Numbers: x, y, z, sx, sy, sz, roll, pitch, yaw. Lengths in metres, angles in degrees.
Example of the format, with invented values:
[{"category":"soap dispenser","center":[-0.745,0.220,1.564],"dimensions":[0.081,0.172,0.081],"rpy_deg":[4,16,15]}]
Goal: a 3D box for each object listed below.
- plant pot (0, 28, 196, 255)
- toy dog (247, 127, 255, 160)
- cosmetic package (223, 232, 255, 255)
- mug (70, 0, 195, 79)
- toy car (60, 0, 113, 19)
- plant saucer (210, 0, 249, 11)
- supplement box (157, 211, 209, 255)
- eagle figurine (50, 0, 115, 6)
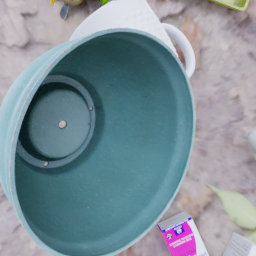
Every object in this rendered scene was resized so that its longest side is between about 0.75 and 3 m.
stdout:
[{"category":"plant pot","center":[-0.612,0.089,4.029],"dimensions":[1.870,2.791,2.791],"rpy_deg":[16,79,46]},{"category":"toy dog","center":[3.731,0.839,6.395],"dimensions":[1.612,1.177,2.445],"rpy_deg":[-7,115,36]},{"category":"cosmetic package","center":[2.708,3.274,6.085],"dimensions":[1.150,1.152,1.396],"rpy_deg":[26,83,4]},{"category":"mug","center":[0.433,-1.455,6.461],"dimensions":[2.757,2.035,2.417],"rpy_deg":[-32,89,-26]},{"category":"toy car","center":[-1.298,-3.563,7.307],"dimensions":[1.538,1.213,1.263],"rpy_deg":[-28,78,25]},{"category":"plant saucer","center":[2.384,-4.265,7.495],"dimensions":[2.125,0.509,2.128],"rpy_deg":[23,83,3]},{"category":"supplement box","center":[1.341,2.785,6.364],"dimensions":[0.750,0.766,1.483],"rpy_deg":[-24,84,-4]},{"category":"eagle figurine","center":[-0.926,-2.217,3.744],"dimensions":[1.111,1.117,1.472],"rpy_deg":[-43,73,4]}]
